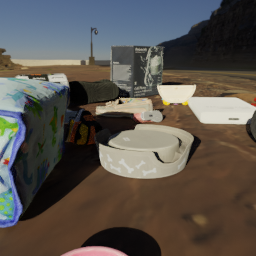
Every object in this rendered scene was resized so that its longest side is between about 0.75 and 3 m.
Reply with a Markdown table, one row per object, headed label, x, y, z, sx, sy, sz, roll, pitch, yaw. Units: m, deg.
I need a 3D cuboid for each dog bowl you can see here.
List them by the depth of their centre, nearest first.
| label | x | y | z | sx | sy | sz | roll | pitch | yaw |
| --- | --- | --- | --- | --- | --- | --- | --- | --- | --- |
| dog bowl | 0.285 | 0.387 | 5.232 | 1.816 | 0.532 | 1.816 | 0 | 14 | 0 |

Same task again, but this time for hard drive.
| label | x | y | z | sx | sy | sz | roll | pitch | yaw |
| --- | --- | --- | --- | --- | --- | --- | --- | --- | --- |
| hard drive | 3.263 | -0.663 | 9.695 | 1.965 | 0.391 | 2.979 | 1 | 14 | 5 |

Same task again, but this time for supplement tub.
| label | x | y | z | sx | sy | sz | roll | pitch | yaw |
| --- | --- | --- | --- | --- | --- | --- | --- | --- | --- |
| supplement tub | -3.375 | -1.338 | 10.481 | 2.180 | 1.336 | 1.336 | -7 | 16 | -25 |

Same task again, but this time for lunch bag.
| label | x | y | z | sx | sy | sz | roll | pitch | yaw |
| --- | --- | --- | --- | --- | --- | --- | --- | --- | --- |
| lunch bag | -2.457 | 0.072 | 4.011 | 2.755 | 1.755 | 2.342 | 9 | 14 | -3 |

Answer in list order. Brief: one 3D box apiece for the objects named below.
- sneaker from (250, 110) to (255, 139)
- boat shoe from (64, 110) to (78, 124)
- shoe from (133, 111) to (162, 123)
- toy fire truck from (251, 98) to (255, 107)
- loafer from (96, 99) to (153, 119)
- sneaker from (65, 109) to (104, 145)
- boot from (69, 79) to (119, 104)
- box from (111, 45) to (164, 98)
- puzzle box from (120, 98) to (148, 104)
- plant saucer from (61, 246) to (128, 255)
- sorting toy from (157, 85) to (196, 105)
| label | x | y | z | sx | sy | sz | roll | pitch | yaw |
| --- | --- | --- | --- | --- | --- | --- | --- | --- | --- |
| sneaker | 3.774 | 0.196 | 5.451 | 1.120 | 1.022 | 2.766 | -3 | 20 | -40 |
| boat shoe | -1.840 | -0.302 | 8.315 | 1.449 | 0.522 | 0.449 | 10 | -7 | 18 |
| shoe | 0.599 | -0.340 | 8.500 | 0.449 | 0.353 | 0.987 | -6 | -4 | 43 |
| toy fire truck | 4.799 | -0.694 | 9.771 | 0.778 | 0.519 | 0.926 | 12 | 4 | -39 |
| loafer | -0.124 | -0.695 | 9.317 | 2.042 | 0.642 | 0.734 | 6 | 15 | 22 |
| sneaker | -0.950 | 0.026 | 6.782 | 0.808 | 0.628 | 1.797 | 16 | 14 | -2 |
| boot | -1.729 | -1.697 | 12.658 | 2.569 | 0.967 | 1.920 | 0 | 15 | -13 |
| box | 0.485 | -2.919 | 14.370 | 1.575 | 2.499 | 2.542 | 12 | 19 | 39 |
| puzzle box | 0.133 | -0.949 | 11.174 | 1.239 | 0.237 | 1.863 | 1 | 14 | 7 |
| plant saucer | -0.296 | 1.300 | 2.242 | 0.844 | 0.214 | 0.844 | 1 | 14 | 0 |
| sorting toy | 2.087 | -1.439 | 12.224 | 1.573 | 0.841 | 1.416 | 1 | 6 | 8 |
